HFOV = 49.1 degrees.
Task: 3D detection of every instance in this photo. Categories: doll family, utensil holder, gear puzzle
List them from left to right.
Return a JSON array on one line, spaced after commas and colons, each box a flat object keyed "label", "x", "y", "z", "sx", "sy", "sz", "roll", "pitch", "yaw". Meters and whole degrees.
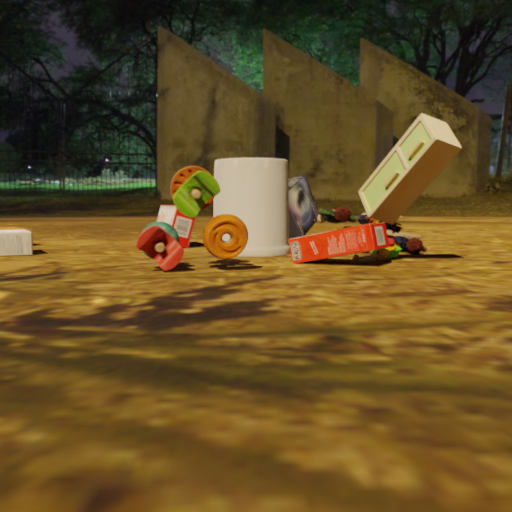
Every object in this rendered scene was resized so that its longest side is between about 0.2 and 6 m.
[{"label": "utensil holder", "x": -0.095, "y": -0.867, "z": 10.056, "sx": 1.430, "sy": 1.682, "sz": 1.430, "roll": -1, "pitch": 6, "yaw": 0}, {"label": "doll family", "x": 2.160, "y": -0.450, "z": 10.389, "sx": 2.152, "sy": 0.844, "sz": 1.244, "roll": 2, "pitch": 0, "yaw": -11}, {"label": "gear puzzle", "x": 3.250, "y": -0.389, "z": 13.033, "sx": 1.038, "sy": 0.262, "sz": 2.003, "roll": 1, "pitch": 8, "yaw": -18}]

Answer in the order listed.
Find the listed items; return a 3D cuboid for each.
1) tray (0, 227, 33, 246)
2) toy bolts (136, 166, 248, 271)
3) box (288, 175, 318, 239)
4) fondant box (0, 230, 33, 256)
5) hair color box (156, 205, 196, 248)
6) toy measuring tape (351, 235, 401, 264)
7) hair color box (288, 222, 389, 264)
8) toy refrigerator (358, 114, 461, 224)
[{"label": "tray", "x": -6.012, "y": -0.374, "z": 11.709, "sx": 2.257, "sy": 0.418, "sz": 1.113, "roll": -5, "pitch": 7, "yaw": -40}, {"label": "toy bolts", "x": -0.901, "y": -0.391, "z": 7.590, "sx": 1.371, "sy": 1.309, "sz": 0.951, "roll": -41, "pitch": 18, "yaw": 1}, {"label": "box", "x": 0.834, "y": -1.088, "z": 12.992, "sx": 0.705, "sy": 1.144, "sz": 1.135, "roll": -7, "pitch": 28, "yaw": 37}, {"label": "fondant box", "x": -4.797, "y": -0.226, "z": 9.852, "sx": 1.496, "sy": 0.436, "sz": 1.079, "roll": -2, "pitch": 5, "yaw": -29}, {"label": "hair color box", "x": -1.772, "y": -0.647, "z": 12.029, "sx": 0.487, "sy": 0.807, "sz": 1.590, "roll": 15, "pitch": 0, "yaw": -23}, {"label": "toy measuring tape", "x": 1.816, "y": -0.115, "z": 8.739, "sx": 1.181, "sy": 0.434, "sz": 0.434, "roll": -10, "pitch": 10, "yaw": -38}, {"label": "hair color box", "x": 1.214, "y": -0.187, "z": 8.278, "sx": 1.306, "sy": 0.400, "sz": 0.663, "roll": -11, "pitch": -2, "yaw": 31}, {"label": "toy refrigerator", "x": 2.187, "y": -1.243, "z": 8.219, "sx": 0.553, "sy": 0.600, "sz": 1.581, "roll": 13, "pitch": -45, "yaw": -26}]
